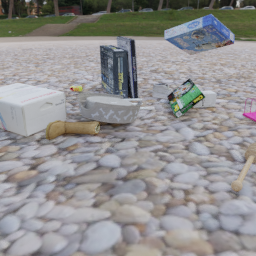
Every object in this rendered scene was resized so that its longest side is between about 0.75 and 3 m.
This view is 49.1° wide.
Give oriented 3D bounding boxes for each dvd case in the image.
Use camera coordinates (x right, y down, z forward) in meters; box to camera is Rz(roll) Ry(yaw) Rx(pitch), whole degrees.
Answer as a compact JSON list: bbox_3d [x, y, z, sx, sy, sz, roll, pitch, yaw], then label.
[{"bbox_3d":[-0.035,-3.072,14.153,0.353,2.856,2.146,-11,24,-15],"label":"dvd case"}]

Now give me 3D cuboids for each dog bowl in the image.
[{"bbox_3d":[-0.727,-0.796,10.867,2.507,0.735,2.507,7,15,-2],"label":"dog bowl"}]

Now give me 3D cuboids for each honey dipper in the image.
[{"bbox_3d":[3.144,1.028,7.370,0.427,0.427,2.250,14,29,30],"label":"honey dipper"}]

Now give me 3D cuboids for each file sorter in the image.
[{"bbox_3d":[5.487,-0.809,11.315,1.259,0.790,0.875,-6,22,-15],"label":"file sorter"}]

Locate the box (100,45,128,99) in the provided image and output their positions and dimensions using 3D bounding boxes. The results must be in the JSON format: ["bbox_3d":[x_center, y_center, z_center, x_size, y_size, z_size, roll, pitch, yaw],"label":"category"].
[{"bbox_3d":[-0.775,-2.989,14.613,0.765,2.364,2.998,-7,22,-16],"label":"box"}]

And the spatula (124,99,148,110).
[{"bbox_3d":[-0.586,-1.133,12.898,2.806,0.225,1.951,-3,21,-7],"label":"spatula"}]

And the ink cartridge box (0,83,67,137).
[{"bbox_3d":[-4.055,-0.801,10.713,2.808,1.229,2.040,12,25,30],"label":"ink cartridge box"}]

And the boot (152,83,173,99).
[{"bbox_3d":[1.962,-1.861,13.990,1.548,0.740,0.569,7,23,18],"label":"boot"}]

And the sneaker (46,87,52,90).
[{"bbox_3d":[-3.484,-1.229,11.890,1.549,1.134,0.624,13,25,28],"label":"sneaker"}]

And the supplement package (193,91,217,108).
[{"bbox_3d":[3.378,-1.322,12.776,1.087,0.636,0.638,-5,21,-11],"label":"supplement package"}]

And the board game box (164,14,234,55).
[{"bbox_3d":[2.301,-2.916,8.999,1.624,0.354,1.632,-3,-10,43],"label":"board game box"}]

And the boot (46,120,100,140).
[{"bbox_3d":[-1.859,0.037,9.598,1.580,0.522,1.383,3,22,6],"label":"boot"}]

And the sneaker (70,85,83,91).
[{"bbox_3d":[-2.835,-2.136,15.321,0.835,0.326,0.377,5,29,29],"label":"sneaker"}]

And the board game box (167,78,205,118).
[{"bbox_3d":[2.472,-1.384,12.325,1.409,0.316,2.690,-36,17,15],"label":"board game box"}]
